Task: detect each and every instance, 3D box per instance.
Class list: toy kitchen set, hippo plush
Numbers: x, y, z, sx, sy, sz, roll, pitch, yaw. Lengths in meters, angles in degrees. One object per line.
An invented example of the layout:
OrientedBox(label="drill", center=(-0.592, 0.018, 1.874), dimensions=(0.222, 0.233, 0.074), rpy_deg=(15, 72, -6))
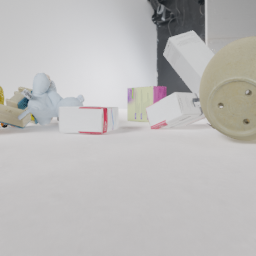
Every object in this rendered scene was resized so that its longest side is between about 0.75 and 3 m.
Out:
OrientedBox(label="toy kitchen set", center=(-4.204, -0.434, 11.486), dimensions=(1.292, 1.756, 2.192), rpy_deg=(15, 40, 8))
OrientedBox(label="hippo plush", center=(-2.766, -1.105, 11.258), dimensions=(2.108, 2.088, 2.621), rpy_deg=(6, -5, 1))

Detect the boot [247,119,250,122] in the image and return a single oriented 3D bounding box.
OrientedBox(label="boot", center=(4.789, -0.298, 12.022), dimensions=(1.138, 0.430, 1.299), rpy_deg=(-12, -4, 35))

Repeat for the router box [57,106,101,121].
OrientedBox(label="router box", center=(-2.569, -0.714, 14.319), dimensions=(1.925, 0.798, 2.569), rpy_deg=(-1, 4, -17))

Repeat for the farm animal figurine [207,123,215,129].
OrientedBox(label="farm animal figurine", center=(3.787, -0.286, 10.265), dimensions=(1.302, 0.810, 1.612), rpy_deg=(-22, -8, 42))

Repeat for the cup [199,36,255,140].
OrientedBox(label="cup", center=(2.825, -0.750, 6.711), dimensions=(2.636, 2.636, 1.885), rpy_deg=(3, 22, 31))

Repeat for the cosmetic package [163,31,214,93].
OrientedBox(label="cosmetic package", center=(2.985, -2.940, 12.585), dimensions=(1.468, 2.728, 1.157), rpy_deg=(-21, -24, -20))

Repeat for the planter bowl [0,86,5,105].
OrientedBox(label="planter bowl", center=(-6.657, -0.937, 13.358), dimensions=(2.274, 2.274, 0.947), rpy_deg=(2, -31, 19))

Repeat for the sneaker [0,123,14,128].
OrientedBox(label="sneaker", center=(-4.824, -0.184, 11.006), dimensions=(0.441, 0.363, 0.959), rpy_deg=(-3, 3, 15))

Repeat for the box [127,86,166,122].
OrientedBox(label="box", center=(0.951, -1.225, 14.538), dimensions=(0.978, 1.780, 2.023), rpy_deg=(-4, 6, -39))

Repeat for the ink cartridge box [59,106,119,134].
OrientedBox(label="ink cartridge box", center=(-1.226, -0.305, 9.347), dimensions=(1.469, 0.852, 1.990), rpy_deg=(1, 3, 13))

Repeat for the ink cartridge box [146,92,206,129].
OrientedBox(label="ink cartridge box", center=(1.966, -0.635, 10.450), dimensions=(2.133, 0.904, 1.554), rpy_deg=(-2, -16, -43))
